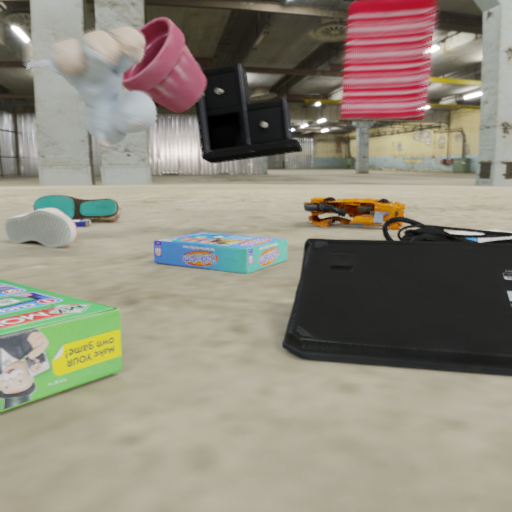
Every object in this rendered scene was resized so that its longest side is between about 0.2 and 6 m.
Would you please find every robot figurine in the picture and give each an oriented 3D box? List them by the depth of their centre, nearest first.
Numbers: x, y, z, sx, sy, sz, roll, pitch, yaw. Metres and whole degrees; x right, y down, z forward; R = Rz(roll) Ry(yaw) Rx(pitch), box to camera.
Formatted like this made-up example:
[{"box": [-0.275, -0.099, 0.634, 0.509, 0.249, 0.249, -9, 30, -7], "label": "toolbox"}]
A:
[{"box": [2.617, -1.180, 15.238, 2.709, 0.789, 1.964, 4, 10, 18], "label": "robot figurine"}]

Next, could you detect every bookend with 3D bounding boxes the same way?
[{"box": [-0.179, -3.258, 12.329, 2.149, 2.136, 0.990, -5, 2, 9], "label": "bookend"}]

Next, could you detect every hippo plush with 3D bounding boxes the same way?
[{"box": [-2.469, -2.531, 8.793, 1.968, 1.582, 1.567, -14, 16, 12], "label": "hippo plush"}]

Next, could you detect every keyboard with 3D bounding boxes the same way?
[{"box": [2.812, 0.567, 5.502, 4.836, 0.958, 2.517, 3, 33, 12], "label": "keyboard"}]

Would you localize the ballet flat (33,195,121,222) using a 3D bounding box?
[{"box": [-5.166, -1.271, 16.355, 2.499, 0.851, 0.840, 5, -12, 0], "label": "ballet flat"}]

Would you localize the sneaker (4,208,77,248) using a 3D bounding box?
[{"box": [-4.286, -0.663, 11.936, 2.122, 0.799, 1.109, 1, 14, 35], "label": "sneaker"}]

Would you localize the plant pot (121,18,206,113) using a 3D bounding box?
[{"box": [-1.791, -3.636, 11.087, 1.519, 1.519, 1.360, 8, -20, 42], "label": "plant pot"}]

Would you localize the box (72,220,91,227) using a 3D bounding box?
[{"box": [-5.101, -0.888, 15.348, 1.038, 0.168, 0.629, 0, 9, -10], "label": "box"}]

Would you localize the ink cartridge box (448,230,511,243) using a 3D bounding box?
[{"box": [3.978, -0.180, 9.997, 1.413, 0.480, 0.814, -4, 10, -22], "label": "ink cartridge box"}]

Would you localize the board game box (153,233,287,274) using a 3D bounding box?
[{"box": [-0.591, -0.085, 9.595, 1.851, 0.416, 1.408, 5, 11, 30], "label": "board game box"}]

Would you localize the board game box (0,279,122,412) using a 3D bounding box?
[{"box": [-3.310, 0.782, 3.766, 2.644, 0.572, 3.929, 8, 12, 40], "label": "board game box"}]

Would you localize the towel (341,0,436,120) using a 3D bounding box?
[{"box": [2.167, -3.263, 9.304, 1.410, 1.950, 0.219, 6, 7, 20], "label": "towel"}]
